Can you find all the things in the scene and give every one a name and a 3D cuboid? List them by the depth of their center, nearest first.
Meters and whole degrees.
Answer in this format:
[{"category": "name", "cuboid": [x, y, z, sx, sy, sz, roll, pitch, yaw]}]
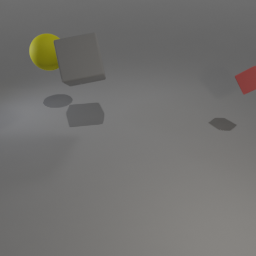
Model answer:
[{"category": "cube", "cuboid": [4.117, -1.607, 9.311, 0.700, 0.700, 0.700, -27, -5, 41]}, {"category": "cube", "cuboid": [-1.611, -2.312, 9.705, 1.400, 1.400, 1.400, -11, 4, -1]}, {"category": "ball", "cuboid": [-3.115, -2.957, 10.956, 1.400, 1.400, 1.400, 0, 31, 0]}]
